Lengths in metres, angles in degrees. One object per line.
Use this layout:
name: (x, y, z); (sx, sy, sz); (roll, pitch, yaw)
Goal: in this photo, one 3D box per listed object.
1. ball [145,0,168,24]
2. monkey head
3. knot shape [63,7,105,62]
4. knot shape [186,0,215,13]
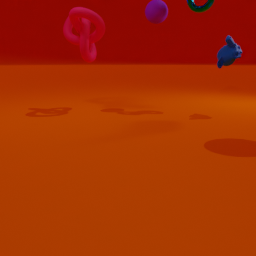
ball: (0.961, -3.919, 9.449); (0.759, 0.759, 0.759); (0, 14, 0)
monkey head: (2.952, -2.293, 8.379); (0.682, 0.815, 1.132); (-18, 32, 44)
knot shape: (-1.442, -3.077, 9.349); (0.870, 1.763, 1.884); (-24, 25, -26)
knot shape: (2.260, -4.402, 9.024); (1.405, 1.315, 0.649); (-28, 13, -1)
